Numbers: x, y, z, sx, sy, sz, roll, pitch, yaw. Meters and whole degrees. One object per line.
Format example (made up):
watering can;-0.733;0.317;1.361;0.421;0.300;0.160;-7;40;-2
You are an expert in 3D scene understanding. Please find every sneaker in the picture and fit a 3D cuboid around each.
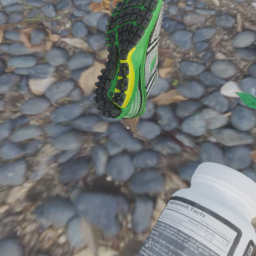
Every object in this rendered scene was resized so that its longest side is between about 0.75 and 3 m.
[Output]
sneaker;0.144;-1.499;5.707;1.063;1.160;2.724;22;98;37

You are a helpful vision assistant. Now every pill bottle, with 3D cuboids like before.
pill bottle;0.781;1.374;3.202;1.062;1.062;1.825;30;69;16

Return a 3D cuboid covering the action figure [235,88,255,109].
action figure;3.068;-0.277;5.094;1.220;2.066;0.565;22;99;-27
